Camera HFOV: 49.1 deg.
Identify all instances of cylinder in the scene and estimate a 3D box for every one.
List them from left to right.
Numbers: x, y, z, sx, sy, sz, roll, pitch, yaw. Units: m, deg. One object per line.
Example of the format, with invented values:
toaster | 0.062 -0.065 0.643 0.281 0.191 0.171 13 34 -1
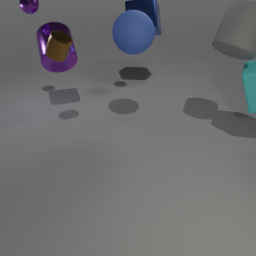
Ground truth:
cylinder | -2.806 -3.155 11.025 1.400 1.400 1.400 -10 65 -16
cylinder | -2.180 -2.572 8.803 0.700 0.700 0.700 20 41 -18
cylinder | 3.636 -3.112 9.009 1.400 1.400 1.400 21 6 -2

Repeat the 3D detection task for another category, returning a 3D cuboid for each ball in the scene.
ball | -3.640 -4.575 10.329 0.700 0.700 0.700 0 31 0
ball | 0.181 -3.147 9.256 1.400 1.400 1.400 0 31 0

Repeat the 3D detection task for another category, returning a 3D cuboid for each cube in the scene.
cube | 0.748 -5.144 13.183 1.400 1.400 1.400 -4 3 15
cube | 4.669 -1.476 9.275 1.400 1.400 1.400 -8 25 30
